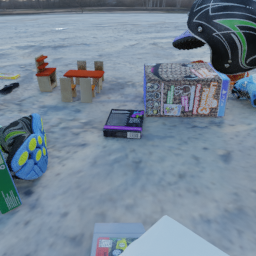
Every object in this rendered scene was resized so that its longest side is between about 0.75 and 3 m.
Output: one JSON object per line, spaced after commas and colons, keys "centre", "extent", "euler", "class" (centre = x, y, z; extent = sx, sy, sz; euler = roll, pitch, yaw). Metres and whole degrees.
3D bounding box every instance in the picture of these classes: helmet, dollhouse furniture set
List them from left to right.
{"centre": [-2.407, -2.297, 11.853], "extent": [2.764, 1.439, 2.794], "euler": [3, 27, 5], "class": "dollhouse furniture set"}
{"centre": [2.549, -2.527, 6.648], "extent": [2.103, 2.005, 2.103], "euler": [-24, 36, 19], "class": "helmet"}

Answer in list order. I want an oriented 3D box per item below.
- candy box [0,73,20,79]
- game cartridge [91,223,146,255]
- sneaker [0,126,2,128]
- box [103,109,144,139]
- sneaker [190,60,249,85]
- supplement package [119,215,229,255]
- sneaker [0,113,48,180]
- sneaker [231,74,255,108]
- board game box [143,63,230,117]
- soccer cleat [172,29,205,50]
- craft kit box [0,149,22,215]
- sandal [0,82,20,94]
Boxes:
{"centre": [-5.895, -2.550, 13.776], "extent": [1.027, 0.136, 0.525], "euler": [4, 30, 8], "class": "candy box"}
{"centre": [-0.111, 2.149, 4.547], "extent": [1.006, 0.309, 1.512], "euler": [3, 27, -3], "class": "game cartridge"}
{"centre": [-4.448, 0.220, 7.876], "extent": [1.130, 0.628, 1.615], "euler": [20, 33, 32], "class": "sneaker"}
{"centre": [-0.089, -0.176, 9.023], "extent": [1.159, 0.293, 1.621], "euler": [4, 29, 6], "class": "box"}
{"centre": [4.000, -2.424, 12.896], "extent": [2.980, 1.087, 1.149], "euler": [20, 6, 35], "class": "sneaker"}
{"centre": [0.420, 2.127, 2.787], "extent": [1.143, 1.909, 1.157], "euler": [24, 37, 38], "class": "supplement package"}
{"centre": [-2.732, 0.487, 7.128], "extent": [1.206, 1.032, 2.910], "euler": [-15, 26, -10], "class": "sneaker"}
{"centre": [4.635, -1.301, 10.808], "extent": [1.151, 1.003, 2.559], "euler": [-11, 19, 18], "class": "sneaker"}
{"centre": [1.984, -1.472, 10.348], "extent": [2.777, 1.345, 2.214], "euler": [0, 27, 1], "class": "board game box"}
{"centre": [2.435, -3.181, 8.927], "extent": [2.299, 0.841, 0.784], "euler": [-13, -17, 42], "class": "soccer cleat"}
{"centre": [-3.089, 0.405, 5.867], "extent": [0.517, 2.132, 2.105], "euler": [-25, 35, -28], "class": "craft kit box"}
{"centre": [-5.175, -1.786, 12.137], "extent": [0.492, 0.277, 1.295], "euler": [2, 27, 4], "class": "sandal"}
